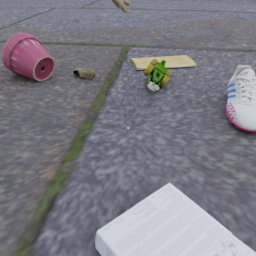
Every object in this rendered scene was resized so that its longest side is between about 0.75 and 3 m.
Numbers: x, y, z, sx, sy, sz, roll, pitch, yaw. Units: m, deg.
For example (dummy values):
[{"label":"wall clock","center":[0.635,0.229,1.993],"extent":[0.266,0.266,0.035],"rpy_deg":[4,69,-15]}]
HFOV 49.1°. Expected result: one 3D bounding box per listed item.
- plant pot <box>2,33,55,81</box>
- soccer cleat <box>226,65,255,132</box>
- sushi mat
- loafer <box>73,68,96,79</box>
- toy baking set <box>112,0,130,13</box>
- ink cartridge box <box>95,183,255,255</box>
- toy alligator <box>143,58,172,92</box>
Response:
[{"label":"plant pot","center":[-3.357,-2.359,9.801],"extent":[1.337,1.494,1.494],"rpy_deg":[34,43,20]},{"label":"soccer cleat","center":[3.161,-0.920,7.625],"extent":[0.913,1.129,2.615],"rpy_deg":[6,33,9]},{"label":"sushi mat","center":[1.419,-2.640,11.292],"extent":[2.461,0.149,1.178],"rpy_deg":[-5,32,-8]},{"label":"loafer","center":[-1.573,-1.933,10.000],"extent":[0.982,0.374,0.331],"rpy_deg":[11,33,36]},{"label":"toy baking set","center":[-0.354,-2.951,5.538],"extent":[0.157,1.033,1.346],"rpy_deg":[-18,-19,25]},{"label":"ink cartridge box","center":[0.719,1.814,3.972],"extent":[1.589,0.558,1.955],"rpy_deg":[-24,47,-33]},{"label":"toy alligator","center":[0.869,-1.644,9.277],"extent":[0.820,0.595,2.475],"rpy_deg":[36,35,-4]}]
